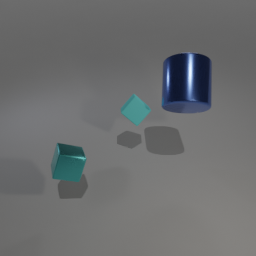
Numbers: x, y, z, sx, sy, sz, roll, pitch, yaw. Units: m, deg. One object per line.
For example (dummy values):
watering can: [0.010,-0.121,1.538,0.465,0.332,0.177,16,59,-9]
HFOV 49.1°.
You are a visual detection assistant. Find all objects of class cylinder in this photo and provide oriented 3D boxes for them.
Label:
cylinder: [1.696,-1.245,8.120,1.400,1.400,1.400,3,-10,1]

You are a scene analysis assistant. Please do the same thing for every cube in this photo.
cube: [-1.544,0.884,7.216,0.700,0.700,0.700,12,17,-23]
cube: [0.242,-0.604,9.201,0.700,0.700,0.700,39,10,-12]
